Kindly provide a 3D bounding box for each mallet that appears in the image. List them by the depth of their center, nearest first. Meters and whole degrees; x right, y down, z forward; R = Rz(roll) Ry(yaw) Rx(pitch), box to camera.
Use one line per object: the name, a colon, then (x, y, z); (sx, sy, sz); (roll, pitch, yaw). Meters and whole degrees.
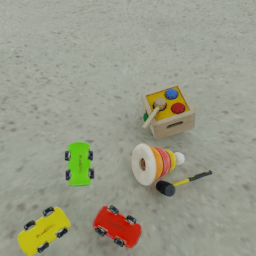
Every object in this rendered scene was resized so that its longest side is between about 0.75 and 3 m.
mallet: (1.502, 1.353, 7.062); (1.570, 0.323, 0.517); (-13, 9, -14)

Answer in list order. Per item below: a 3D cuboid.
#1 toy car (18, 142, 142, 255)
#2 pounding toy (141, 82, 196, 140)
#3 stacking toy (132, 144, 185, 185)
toy car: (-1.040, 1.487, 6.229); (2.508, 0.559, 2.360); (-1, 68, -10)
pounding toy: (1.024, -0.462, 8.143); (1.593, 1.132, 1.466); (-17, 55, -2)
stacking toy: (0.919, 0.902, 7.412); (1.452, 1.061, 1.061); (-3, 42, -28)
